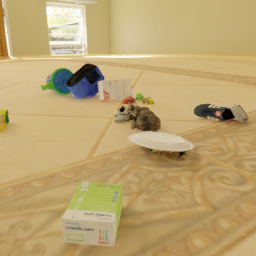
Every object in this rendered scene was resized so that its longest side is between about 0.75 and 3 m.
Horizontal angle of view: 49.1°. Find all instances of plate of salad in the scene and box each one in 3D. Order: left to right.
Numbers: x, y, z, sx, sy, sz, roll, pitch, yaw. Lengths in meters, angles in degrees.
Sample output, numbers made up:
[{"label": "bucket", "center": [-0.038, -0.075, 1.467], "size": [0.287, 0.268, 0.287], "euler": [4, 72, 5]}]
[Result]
[{"label": "plate of salad", "center": [1.080, 0.543, 9.388], "size": [2.211, 0.531, 2.211], "euler": [7, 11, -1]}]

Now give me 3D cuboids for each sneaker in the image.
[{"label": "sneaker", "center": [-0.065, -0.729, 12.857], "size": [0.560, 0.669, 1.511], "euler": [11, 20, 32]}, {"label": "sneaker", "center": [3.933, -0.703, 12.646], "size": [1.939, 0.727, 0.820], "euler": [4, 15, 10]}]

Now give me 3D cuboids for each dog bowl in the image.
[{"label": "dog bowl", "center": [4.950, -0.677, 12.466], "size": [0.286, 0.975, 0.975], "euler": [-39, -3, 32]}]

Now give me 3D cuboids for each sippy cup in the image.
[{"label": "sippy cup", "center": [-4.469, -2.991, 18.156], "size": [2.195, 1.724, 1.609], "euler": [14, -4, -38]}]

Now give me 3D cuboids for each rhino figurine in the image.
[{"label": "rhino figurine", "center": [0.584, -0.482, 11.761], "size": [1.241, 0.848, 2.838], "euler": [16, 15, -14]}]

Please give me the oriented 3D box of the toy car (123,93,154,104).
[{"label": "toy car", "center": [0.628, -1.755, 16.188], "size": [1.769, 0.395, 1.665], "euler": [2, 19, 4]}]

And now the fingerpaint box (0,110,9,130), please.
[{"label": "fingerpaint box", "center": [-5.899, -0.287, 11.669], "size": [1.577, 0.579, 1.316], "euler": [-5, 19, -13]}]

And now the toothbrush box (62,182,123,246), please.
[{"label": "toothbrush box", "center": [-0.676, 1.730, 5.841], "size": [0.989, 0.585, 1.359], "euler": [2, 18, 5]}]

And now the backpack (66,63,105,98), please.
[{"label": "backpack", "center": [-2.540, -2.687, 16.970], "size": [2.066, 1.733, 1.678], "euler": [-41, 27, -13]}]

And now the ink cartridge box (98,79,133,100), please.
[{"label": "ink cartridge box", "center": [-0.725, -2.262, 16.420], "size": [1.911, 1.113, 0.645], "euler": [-9, 6, -27]}]
